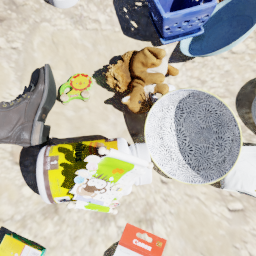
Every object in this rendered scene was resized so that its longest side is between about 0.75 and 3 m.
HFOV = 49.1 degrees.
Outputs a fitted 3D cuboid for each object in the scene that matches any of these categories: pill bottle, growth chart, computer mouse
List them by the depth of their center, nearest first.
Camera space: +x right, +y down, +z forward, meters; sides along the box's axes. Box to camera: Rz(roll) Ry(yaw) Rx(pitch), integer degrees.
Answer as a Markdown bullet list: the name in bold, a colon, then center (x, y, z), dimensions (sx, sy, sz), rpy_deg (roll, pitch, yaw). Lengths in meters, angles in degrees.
- **growth chart**: center (-0.458, 1.179, 5.873), dimensions (1.508, 2.084, 0.185), rpy_deg (13, 39, -29)
- **pill bottle**: center (-0.779, 1.005, 6.884), dimensions (2.613, 1.427, 1.427), rpy_deg (-6, 72, -3)
- **computer mouse**: center (1.030, -1.167, 8.260), dimensions (0.762, 0.167, 0.418), rpy_deg (-5, 67, -2)

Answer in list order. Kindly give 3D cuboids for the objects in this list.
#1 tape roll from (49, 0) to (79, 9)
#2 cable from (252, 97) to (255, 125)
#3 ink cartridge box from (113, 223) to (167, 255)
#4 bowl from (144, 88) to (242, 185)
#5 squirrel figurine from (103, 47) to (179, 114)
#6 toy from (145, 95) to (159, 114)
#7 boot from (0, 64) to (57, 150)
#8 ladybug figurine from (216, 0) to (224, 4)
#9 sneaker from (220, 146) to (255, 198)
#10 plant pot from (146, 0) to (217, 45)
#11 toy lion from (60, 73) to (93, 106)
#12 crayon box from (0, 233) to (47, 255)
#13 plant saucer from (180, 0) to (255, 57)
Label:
- **tape roll**: center (-2.148, -4.537, 9.259), dimensions (1.136, 0.397, 1.136), rpy_deg (0, 71, 0)
- **cable**: center (4.630, -0.464, 7.722), dimensions (2.174, 0.752, 2.173), rpy_deg (-27, 74, -8)
- **ink cartridge box**: center (0.203, 3.192, 6.752), dimensions (1.141, 0.400, 1.404), rpy_deg (21, 77, 7)
- **bowl**: center (1.735, 0.117, 7.121), dimensions (2.413, 1.133, 2.413), rpy_deg (10, 109, 31)
- **squirrel figurine**: center (0.267, -1.295, 7.905), dimensions (1.846, 1.306, 1.723), rpy_deg (21, 85, 25)
- **toy**: center (0.943, -0.535, 7.991), dimensions (1.095, 0.259, 0.631), rpy_deg (37, 66, 8)
- **boot**: center (-3.308, -0.603, 7.677), dimensions (2.369, 0.942, 2.722), rpy_deg (5, 74, 1)
- **ladybug figurine**: center (3.315, -4.020, 8.926), dimensions (0.987, 0.523, 1.454), rpy_deg (-44, 68, 16)
- **sneaker**: center (3.477, 1.149, 7.212), dimensions (2.297, 0.846, 1.327), rpy_deg (-3, 73, 9)
- **plant pot**: center (1.445, -3.512, 8.318), dimensions (1.616, 1.453, 1.616), rpy_deg (-18, 68, -4)
- **toy lion**: center (-1.506, -1.188, 8.231), dimensions (0.975, 0.335, 0.935), rpy_deg (-10, 65, -3)
- **crayon box**: center (-2.775, 3.481, 6.563), dimensions (0.990, 0.486, 1.667), rpy_deg (22, 73, 7)
- **plant saucer**: center (2.727, -2.812, 8.074), dimensions (2.545, 0.490, 2.545), rpy_deg (-29, 36, 23)
